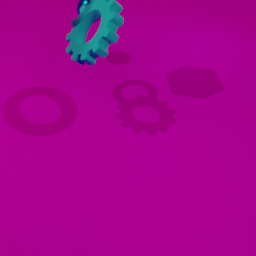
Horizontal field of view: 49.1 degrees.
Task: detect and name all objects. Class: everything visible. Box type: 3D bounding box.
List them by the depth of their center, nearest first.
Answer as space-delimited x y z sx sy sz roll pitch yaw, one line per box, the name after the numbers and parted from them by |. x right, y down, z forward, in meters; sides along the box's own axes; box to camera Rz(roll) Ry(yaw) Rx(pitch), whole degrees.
-0.757 -2.127 6.081 1.529 0.283 1.529 -16 64 38 | gear
-1.145 -3.543 8.392 0.777 0.777 0.777 0 50 0 | ball
